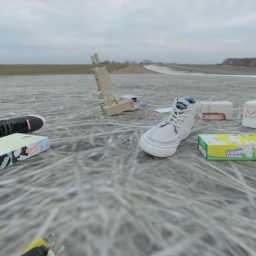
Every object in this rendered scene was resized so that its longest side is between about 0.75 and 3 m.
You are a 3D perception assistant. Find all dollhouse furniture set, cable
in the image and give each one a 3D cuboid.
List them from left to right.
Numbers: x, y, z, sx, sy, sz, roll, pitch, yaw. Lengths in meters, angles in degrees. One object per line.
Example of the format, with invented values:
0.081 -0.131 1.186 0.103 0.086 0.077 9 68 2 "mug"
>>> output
-1.231 1.633 2.890 1.374 0.346 0.667 -24 42 -32 "cable"
-0.750 -1.997 12.074 1.278 2.617 2.232 -19 17 -11 "dollhouse furniture set"

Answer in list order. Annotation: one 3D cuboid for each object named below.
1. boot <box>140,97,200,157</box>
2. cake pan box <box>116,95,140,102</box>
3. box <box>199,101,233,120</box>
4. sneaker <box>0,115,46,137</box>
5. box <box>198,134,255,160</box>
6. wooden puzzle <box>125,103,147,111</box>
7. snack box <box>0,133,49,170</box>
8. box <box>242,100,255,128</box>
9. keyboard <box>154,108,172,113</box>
1.204 -0.199 7.575 0.980 1.274 2.665 24 23 18 "boot"
0.024 -1.734 16.476 1.013 0.288 1.100 -16 21 -42 "cake pan box"
3.570 -0.725 11.468 1.215 0.662 0.777 1 14 4 "box"
-3.525 -0.023 8.856 1.703 0.602 0.845 -4 15 5 "sneaker"
2.791 0.458 7.116 1.819 0.440 1.067 -2 13 1 "box"
-0.023 -0.965 13.418 1.708 0.200 1.152 0 17 22 "wooden puzzle"
-2.984 0.551 6.841 1.122 0.358 1.931 6 15 22 "snack box"
5.023 -0.425 9.758 1.730 0.877 0.973 13 18 43 "box"
2.109 -0.881 13.335 1.859 0.099 0.523 -9 17 -33 "keyboard"
